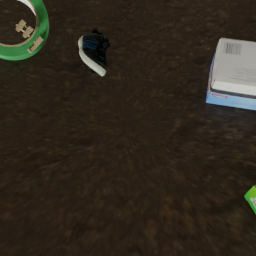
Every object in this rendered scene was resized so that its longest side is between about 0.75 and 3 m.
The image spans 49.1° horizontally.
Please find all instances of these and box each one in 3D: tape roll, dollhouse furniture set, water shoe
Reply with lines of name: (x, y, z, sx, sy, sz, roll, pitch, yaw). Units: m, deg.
tape roll: (-3.662, -3.323, 8.716, 2.315, 0.556, 2.315, 0, 91, -12)
dollhouse furniture set: (-3.017, -2.706, 8.302, 0.538, 0.811, 0.710, -50, 27, -3)
water shoe: (-0.958, -2.406, 8.375, 0.864, 0.783, 2.189, -42, 43, 16)

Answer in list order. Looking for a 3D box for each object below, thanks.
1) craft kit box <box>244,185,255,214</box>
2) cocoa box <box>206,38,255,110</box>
craft kit box: (4.381, 2.076, 5.571, 2.868, 0.696, 2.832, -16, 54, -12)
cocoa box: (3.246, -1.348, 7.467, 2.014, 1.322, 1.343, 10, 73, 9)
